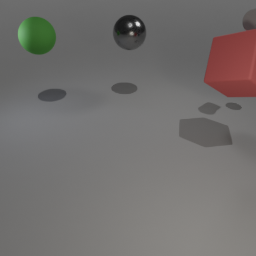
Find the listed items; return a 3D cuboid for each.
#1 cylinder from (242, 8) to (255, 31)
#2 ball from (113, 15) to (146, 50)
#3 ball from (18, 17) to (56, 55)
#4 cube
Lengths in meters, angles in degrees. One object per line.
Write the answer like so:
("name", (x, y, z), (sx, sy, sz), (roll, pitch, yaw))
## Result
("cylinder", (4.075, -3.397, 8.782), (0.700, 0.700, 0.700), (26, 40, 37))
("ball", (0.066, -3.957, 11.653), (1.400, 1.400, 1.400), (0, 31, 0))
("ball", (-3.506, -3.558, 10.839), (1.400, 1.400, 1.400), (0, 31, 0))
("cube", (3.238, -1.748, 7.945), (1.400, 1.400, 1.400), (19, -8, -40))
